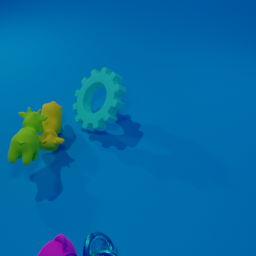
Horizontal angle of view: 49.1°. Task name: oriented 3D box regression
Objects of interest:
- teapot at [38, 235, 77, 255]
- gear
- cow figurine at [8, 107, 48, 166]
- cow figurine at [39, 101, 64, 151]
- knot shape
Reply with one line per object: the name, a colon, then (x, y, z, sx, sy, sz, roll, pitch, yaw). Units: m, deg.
teapot: (-1.192, 2.371, 4.862, 0.585, 1.194, 0.743, 19, 19, 39)
gear: (-0.808, -0.773, 7.620, 0.315, 1.704, 1.704, 19, 25, -49)
cow figurine: (-2.286, 0.153, 6.399, 0.687, 1.231, 1.251, 9, 2, -8)
cow figurine: (-1.995, -0.056, 7.235, 0.700, 1.276, 1.255, 8, 3, -18)
knot shape: (-0.503, 2.561, 5.206, 1.037, 0.512, 1.108, 28, 52, 24)
